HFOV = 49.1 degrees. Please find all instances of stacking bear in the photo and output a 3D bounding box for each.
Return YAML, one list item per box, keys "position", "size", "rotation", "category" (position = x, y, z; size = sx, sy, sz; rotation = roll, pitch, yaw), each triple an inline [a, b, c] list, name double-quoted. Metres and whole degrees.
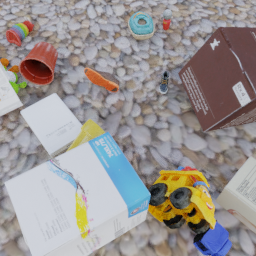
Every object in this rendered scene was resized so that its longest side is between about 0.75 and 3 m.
- position: [-4.908, -4.496, 12.938]
  size: [0.786, 0.736, 1.294]
  rotation: [23, 54, 15]
  category: "stacking bear"

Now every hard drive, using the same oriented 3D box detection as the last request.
- position: [-2.708, -0.171, 10.211]
  size: [1.508, 0.305, 2.285]
  rotation: [-33, 62, -20]
  category: "hard drive"

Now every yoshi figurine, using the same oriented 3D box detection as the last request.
- position: [-4.590, -1.816, 10.893]
  size: [1.110, 1.106, 1.975]
  rotation: [-5, 59, -10]
  category: "yoshi figurine"

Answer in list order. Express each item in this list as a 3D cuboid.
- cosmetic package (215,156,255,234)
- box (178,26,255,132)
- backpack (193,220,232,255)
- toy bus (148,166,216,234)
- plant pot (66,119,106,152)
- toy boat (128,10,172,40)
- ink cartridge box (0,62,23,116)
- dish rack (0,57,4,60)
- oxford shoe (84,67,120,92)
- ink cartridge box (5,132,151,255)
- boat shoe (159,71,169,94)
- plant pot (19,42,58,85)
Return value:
- position: [4.157, 2.352, 7.940]
  size: [1.465, 1.237, 2.835]
  rotation: [-40, 65, -23]
  category: "cosmetic package"
- position: [3.776, -1.581, 9.173]
  size: [2.920, 2.397, 2.422]
  rotation: [-9, 70, -27]
  category: "box"
- position: [2.245, 3.106, 7.603]
  size: [0.789, 0.971, 0.815]
  rotation: [-32, 72, -23]
  category: "backpack"
- position: [1.650, 1.797, 7.933]
  size: [1.955, 1.327, 1.877]
  rotation: [-9, 33, 48]
  category: "toy bus"
- position: [-1.231, 0.637, 9.111]
  size: [1.318, 1.401, 1.401]
  rotation: [-44, 65, -9]
  category: "plant pot"
- position: [1.027, -4.962, 13.060]
  size: [2.051, 0.953, 1.724]
  rotation: [-9, 56, -6]
  category: "toy boat"
- position: [-5.346, -1.259, 10.032]
  size: [2.369, 2.087, 0.530]
  rotation: [-27, 24, -5]
  category: "ink cartridge box"
- position: [-5.685, -2.724, 11.962]
  size: [1.013, 0.276, 0.777]
  rotation: [-38, 65, -23]
  category: "dish rack"
- position: [-1.020, -1.997, 11.067]
  size: [1.540, 0.549, 0.561]
  rotation: [30, 51, -22]
  category: "oxford shoe"
- position: [-1.254, 2.034, 7.577]
  size: [2.962, 2.173, 2.163]
  rotation: [-26, 60, -17]
  category: "ink cartridge box"
- position: [1.456, -1.844, 11.265]
  size: [0.335, 0.430, 0.948]
  rotation: [7, 56, 5]
  category: "boat shoe"
- position: [-3.505, -2.682, 11.331]
  size: [1.369, 1.369, 1.331]
  rotation: [5, 52, 3]
  category: "plant pot"
